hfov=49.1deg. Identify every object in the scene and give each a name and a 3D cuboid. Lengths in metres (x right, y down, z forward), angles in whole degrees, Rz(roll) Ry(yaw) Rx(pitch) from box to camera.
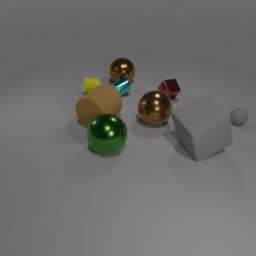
[{"bbox_3d":[2.492,-0.009,9.498,1.400,1.400,1.400,-26,40,-5],"label":"cube"},{"bbox_3d":[1.952,-1.839,13.298,0.700,0.700,0.700,-12,71,-25],"label":"cube"},{"bbox_3d":[-0.298,-2.007,13.668,0.700,0.700,0.700,-31,38,-8],"label":"cylinder"},{"bbox_3d":[-0.304,-3.024,14.914,1.400,1.400,1.400,0,31,0],"label":"ball"},{"bbox_3d":[-1.808,-2.094,13.826,0.700,0.700,0.700,2,28,-25],"label":"cylinder"},{"bbox_3d":[-1.147,-0.856,11.261,1.400,1.400,1.400,16,37,24],"label":"cylinder"},{"bbox_3d":[4.507,-0.477,11.379,0.700,0.700,0.700,0,31,0],"label":"ball"},{"bbox_3d":[1.080,-0.802,11.250,1.400,1.400,1.400,0,31,0],"label":"ball"},{"bbox_3d":[-0.712,0.191,9.585,1.400,1.400,1.400,0,31,0],"label":"ball"}]
